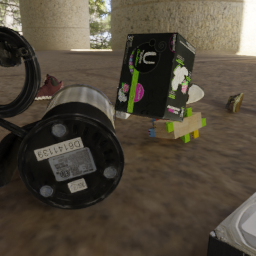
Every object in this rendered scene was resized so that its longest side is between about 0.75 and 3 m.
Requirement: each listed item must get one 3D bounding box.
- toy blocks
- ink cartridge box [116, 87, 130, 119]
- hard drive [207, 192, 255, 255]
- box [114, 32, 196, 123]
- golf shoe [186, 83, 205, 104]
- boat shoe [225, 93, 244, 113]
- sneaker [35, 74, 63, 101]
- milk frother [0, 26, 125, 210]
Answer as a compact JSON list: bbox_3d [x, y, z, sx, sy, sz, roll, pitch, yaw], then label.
[{"bbox_3d":[1.257,-0.109,8.205,1.804,0.902,1.233,-18,15,-42],"label":"toy blocks"},{"bbox_3d":[0.180,-1.291,10.512,0.448,1.138,2.288,12,28,19],"label":"ink cartridge box"},{"bbox_3d":[2.533,1.657,3.447,1.759,0.476,2.518,-17,26,-40],"label":"hard drive"},{"bbox_3d":[0.597,-1.049,6.039,1.245,1.676,1.042,10,1,34],"label":"box"},{"bbox_3d":[1.955,-1.149,11.156,2.509,0.975,1.185,-4,38,-9],"label":"golf shoe"},{"bbox_3d":[4.215,-1.067,11.070,0.529,0.598,1.633,15,23,23],"label":"boat shoe"},{"bbox_3d":[-3.805,-1.848,12.512,1.928,1.114,0.730,-4,20,-11],"label":"sneaker"},{"bbox_3d":[-1.473,-0.414,5.545,2.660,2.947,2.772,0,19,-7],"label":"milk frother"}]
